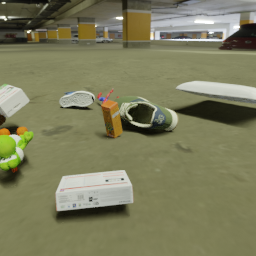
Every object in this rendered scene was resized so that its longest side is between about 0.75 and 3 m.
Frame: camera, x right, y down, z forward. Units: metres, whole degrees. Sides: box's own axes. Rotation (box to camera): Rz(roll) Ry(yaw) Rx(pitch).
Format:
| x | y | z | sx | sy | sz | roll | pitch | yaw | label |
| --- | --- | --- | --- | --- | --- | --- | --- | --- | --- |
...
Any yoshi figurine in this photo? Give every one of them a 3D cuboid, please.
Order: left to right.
| x | y | z | sx | sy | sz | roll | pitch | yaw | label |
| --- | --- | --- | --- | --- | --- | --- | --- | --- | --- |
| -2.370 | 0.297 | 5.629 | 0.780 | 0.783 | 1.393 | 36 | 8 | -26 | yoshi figurine |

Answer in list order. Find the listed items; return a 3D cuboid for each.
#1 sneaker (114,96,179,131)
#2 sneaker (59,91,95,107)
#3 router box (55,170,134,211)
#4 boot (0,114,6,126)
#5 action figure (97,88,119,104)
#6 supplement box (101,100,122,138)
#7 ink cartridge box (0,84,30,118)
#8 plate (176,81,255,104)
| x | y | z | sx | sy | sz | roll | pitch | yaw | label |
| --- | --- | --- | --- | --- | --- | --- | --- | --- | --- |
| 0.221 | -0.544 | 8.514 | 2.513 | 0.843 | 1.128 | 20 | 8 | 39 | sneaker |
| -1.830 | -1.218 | 10.999 | 1.516 | 0.611 | 1.110 | -7 | 18 | 20 | sneaker |
| -0.562 | 1.030 | 4.782 | 1.187 | 0.290 | 1.066 | -5 | 5 | -6 | router box |
| -3.685 | 0.109 | 7.450 | 0.540 | 0.527 | 1.431 | 29 | 37 | 5 | boot |
| -0.706 | -1.168 | 10.768 | 0.533 | 0.809 | 1.635 | 36 | 8 | -24 | action figure |
| -0.432 | -0.229 | 7.640 | 0.338 | 1.016 | 0.349 | 18 | 45 | 33 | supplement box |
| -3.359 | -0.774 | 7.747 | 1.057 | 0.444 | 0.766 | 18 | 54 | 41 | ink cartridge box |
| 3.647 | -1.253 | 10.048 | 2.899 | 0.470 | 2.905 | 16 | 10 | 41 | plate |
